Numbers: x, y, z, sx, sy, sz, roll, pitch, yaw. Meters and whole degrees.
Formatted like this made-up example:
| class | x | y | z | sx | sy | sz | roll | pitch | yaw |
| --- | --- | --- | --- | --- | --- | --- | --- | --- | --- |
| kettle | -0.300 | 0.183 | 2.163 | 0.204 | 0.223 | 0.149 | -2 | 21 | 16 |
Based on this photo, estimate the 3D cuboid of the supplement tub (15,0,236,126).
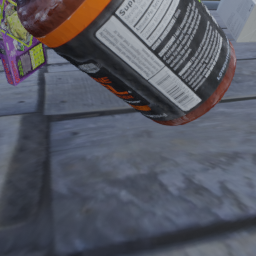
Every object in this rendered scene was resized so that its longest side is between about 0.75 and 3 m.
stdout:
| class | x | y | z | sx | sy | sz | roll | pitch | yaw |
| --- | --- | --- | --- | --- | --- | --- | --- | --- | --- |
| supplement tub | -0.089 | -1.221 | 3.038 | 2.794 | 1.494 | 1.494 | 33 | 8 | -37 |

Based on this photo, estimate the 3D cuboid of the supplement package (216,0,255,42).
| class | x | y | z | sx | sy | sz | roll | pitch | yaw |
| --- | --- | --- | --- | --- | --- | --- | --- | --- | --- |
| supplement package | 3.228 | -3.130 | 7.324 | 1.073 | 1.081 | 1.425 | -4 | 55 | -12 |

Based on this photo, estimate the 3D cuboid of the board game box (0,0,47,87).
| class | x | y | z | sx | sy | sz | roll | pitch | yaw |
| --- | --- | --- | --- | --- | --- | --- | --- | --- | --- |
| board game box | -1.706 | -1.463 | 4.448 | 0.229 | 1.420 | 0.852 | 20 | 47 | 12 |
